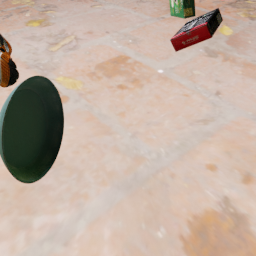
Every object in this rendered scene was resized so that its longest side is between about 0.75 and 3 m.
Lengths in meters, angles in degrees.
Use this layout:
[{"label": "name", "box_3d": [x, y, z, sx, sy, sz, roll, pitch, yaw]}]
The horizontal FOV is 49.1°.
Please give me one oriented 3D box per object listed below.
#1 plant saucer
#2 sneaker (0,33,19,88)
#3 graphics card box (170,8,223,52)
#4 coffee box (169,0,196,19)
[{"label": "plant saucer", "box_3d": [-1.731, 0.017, 4.992, 0.341, 1.899, 1.899, 5, 41, 15]}, {"label": "sneaker", "box_3d": [-3.752, -1.799, 7.951, 0.924, 0.761, 2.009, -28, 57, 8]}, {"label": "graphics card box", "box_3d": [1.674, -2.370, 6.723, 0.913, 0.370, 1.455, -14, 27, 36]}, {"label": "coffee box", "box_3d": [1.751, -4.290, 9.289, 0.412, 1.152, 1.874, -11, 24, -1]}]
